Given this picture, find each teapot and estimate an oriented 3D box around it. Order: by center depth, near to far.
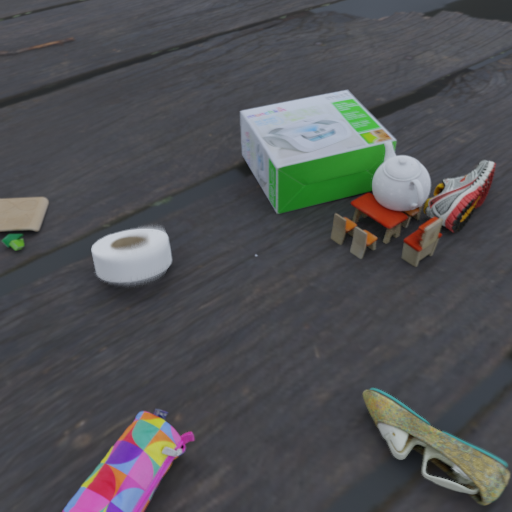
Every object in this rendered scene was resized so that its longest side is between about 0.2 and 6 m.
[{"bbox_3d":[2.951,-1.569,11.316,1.267,0.925,1.250,21,57,24],"label":"teapot"}]

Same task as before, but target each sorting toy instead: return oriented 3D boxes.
[{"bbox_3d":[-5.162,-0.674,11.740,1.267,0.252,1.714,0,40,-7],"label":"sorting toy"}]

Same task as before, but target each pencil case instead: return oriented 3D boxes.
[{"bbox_3d":[-1.754,3.036,7.356,0.931,0.931,2.107,21,49,21],"label":"pencil case"}]

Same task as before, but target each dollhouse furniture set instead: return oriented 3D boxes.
[{"bbox_3d":[2.760,-0.724,11.263,1.891,0.974,1.870,-30,51,-28],"label":"dollhouse furniture set"}]

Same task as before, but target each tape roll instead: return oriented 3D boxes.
[{"bbox_3d":[-2.338,-0.034,10.548,1.445,0.505,1.445,-5,24,2],"label":"tape roll"}]

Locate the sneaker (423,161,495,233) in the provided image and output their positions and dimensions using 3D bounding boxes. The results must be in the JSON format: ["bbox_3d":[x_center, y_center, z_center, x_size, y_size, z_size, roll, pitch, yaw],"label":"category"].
[{"bbox_3d":[4.434,-1.463,12.113,0.949,0.899,2.311,29,50,29],"label":"sneaker"}]

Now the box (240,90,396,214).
[{"bbox_3d":[1.325,-2.437,12.839,2.782,1.345,2.455,-14,47,-12],"label":"box"}]

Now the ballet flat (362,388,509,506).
[{"bbox_3d":[2.363,2.685,7.884,2.228,0.788,0.788,27,50,26],"label":"ballet flat"}]
